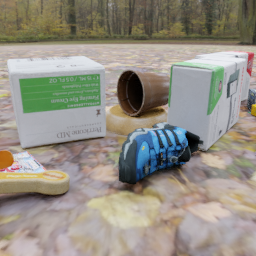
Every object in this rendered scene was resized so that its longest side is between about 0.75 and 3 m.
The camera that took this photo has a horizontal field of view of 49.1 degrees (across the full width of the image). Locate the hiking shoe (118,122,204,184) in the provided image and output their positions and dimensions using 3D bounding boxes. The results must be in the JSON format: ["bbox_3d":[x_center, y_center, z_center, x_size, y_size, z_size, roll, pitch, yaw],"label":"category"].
[{"bbox_3d":[0.775,0.469,6.245,1.181,1.013,2.723,10,23,28],"label":"hiking shoe"}]

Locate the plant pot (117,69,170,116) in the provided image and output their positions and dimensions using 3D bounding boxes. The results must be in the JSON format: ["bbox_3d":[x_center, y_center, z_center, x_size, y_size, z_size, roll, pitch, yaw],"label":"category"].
[{"bbox_3d":[0.610,-1.177,8.955,1.411,1.425,1.425,-10,23,-34],"label":"plant pot"}]

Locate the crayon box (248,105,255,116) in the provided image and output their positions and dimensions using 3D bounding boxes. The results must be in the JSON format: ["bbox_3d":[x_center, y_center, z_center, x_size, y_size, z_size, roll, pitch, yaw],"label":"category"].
[{"bbox_3d":[5.031,-0.534,9.845,0.931,0.382,1.481,-3,19,-8],"label":"crayon box"}]

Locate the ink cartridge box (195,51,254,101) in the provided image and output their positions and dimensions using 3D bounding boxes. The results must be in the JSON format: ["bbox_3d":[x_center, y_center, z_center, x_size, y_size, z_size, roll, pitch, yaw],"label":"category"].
[{"bbox_3d":[3.846,-1.976,11.352,1.175,2.025,2.807,19,28,41],"label":"ink cartridge box"}]

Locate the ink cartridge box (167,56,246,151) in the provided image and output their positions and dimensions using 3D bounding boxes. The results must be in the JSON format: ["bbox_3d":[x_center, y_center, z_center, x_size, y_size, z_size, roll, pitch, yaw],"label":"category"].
[{"bbox_3d":[2.398,-0.917,8.314,1.253,2.176,2.982,14,25,33],"label":"ink cartridge box"}]

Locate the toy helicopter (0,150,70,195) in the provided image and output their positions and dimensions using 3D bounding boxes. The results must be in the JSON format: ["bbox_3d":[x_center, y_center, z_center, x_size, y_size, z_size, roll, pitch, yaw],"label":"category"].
[{"bbox_3d":[-2.553,0.996,5.265,2.847,1.123,1.883,4,10,-22],"label":"toy helicopter"}]

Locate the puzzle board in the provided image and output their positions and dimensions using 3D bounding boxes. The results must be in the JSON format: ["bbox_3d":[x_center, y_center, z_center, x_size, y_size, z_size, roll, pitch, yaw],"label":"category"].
[{"bbox_3d":[-2.597,0.877,6.455,1.012,0.117,1.343,-15,26,-34],"label":"puzzle board"}]

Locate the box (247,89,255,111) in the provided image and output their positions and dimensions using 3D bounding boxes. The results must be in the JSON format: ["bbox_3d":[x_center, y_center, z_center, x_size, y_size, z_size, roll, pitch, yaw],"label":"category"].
[{"bbox_3d":[4.807,-1.067,10.736,0.240,0.742,0.941,2,18,9],"label":"box"}]

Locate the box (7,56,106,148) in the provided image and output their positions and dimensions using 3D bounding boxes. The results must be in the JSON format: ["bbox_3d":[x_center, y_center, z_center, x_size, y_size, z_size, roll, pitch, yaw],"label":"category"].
[{"bbox_3d":[-2.163,-0.928,8.400,2.454,2.113,2.466,-8,24,-21],"label":"box"}]

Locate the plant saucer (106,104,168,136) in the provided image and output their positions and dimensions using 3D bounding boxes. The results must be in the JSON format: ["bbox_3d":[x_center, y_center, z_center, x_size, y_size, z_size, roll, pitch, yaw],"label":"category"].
[{"bbox_3d":[0.319,-0.414,9.431,2.600,0.460,2.600,0,20,0],"label":"plant saucer"}]
